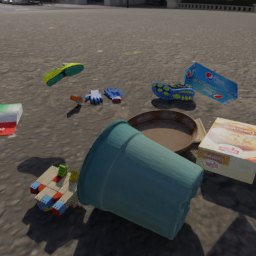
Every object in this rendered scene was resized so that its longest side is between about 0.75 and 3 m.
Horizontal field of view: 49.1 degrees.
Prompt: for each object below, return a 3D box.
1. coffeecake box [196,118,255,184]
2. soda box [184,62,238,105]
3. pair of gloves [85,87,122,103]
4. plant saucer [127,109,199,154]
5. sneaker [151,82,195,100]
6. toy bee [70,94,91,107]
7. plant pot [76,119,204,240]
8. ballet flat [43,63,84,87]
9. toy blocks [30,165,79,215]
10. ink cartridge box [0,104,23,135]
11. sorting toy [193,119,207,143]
[{"bbox_3d":[3.689,0.678,9.860,1.855,0.883,2.416,16,34,26],"label":"coffeecake box"},{"bbox_3d":[2.763,-1.442,9.286,1.823,0.585,0.618,21,63,-21],"label":"soda box"},{"bbox_3d":[-1.257,-1.751,14.759,2.029,0.231,1.631,-5,30,-11],"label":"pair of gloves"},{"bbox_3d":[1.168,0.242,10.695,2.972,0.512,2.972,-6,34,4],"label":"plant saucer"},{"bbox_3d":[2.335,-1.925,14.632,2.274,0.806,0.942,9,21,9],"label":"sneaker"},{"bbox_3d":[-2.451,-1.334,13.829,0.565,1.039,0.680,-4,53,53],"label":"toy bee"},{"bbox_3d":[0.449,1.409,7.286,2.498,2.551,2.551,24,37,21],"label":"plant pot"},{"bbox_3d":[-2.766,-2.398,11.822,1.816,0.607,0.609,-31,68,-14],"label":"ballet flat"},{"bbox_3d":[-2.062,1.843,8.015,1.842,0.921,1.259,15,43,31],"label":"toy blocks"},{"bbox_3d":[-5.631,-0.385,12.132,1.678,0.522,2.085,-4,29,-6],"label":"ink cartridge box"},{"bbox_3d":[2.238,-0.035,11.660,1.652,0.329,2.235,-4,33,2],"label":"sorting toy"}]
